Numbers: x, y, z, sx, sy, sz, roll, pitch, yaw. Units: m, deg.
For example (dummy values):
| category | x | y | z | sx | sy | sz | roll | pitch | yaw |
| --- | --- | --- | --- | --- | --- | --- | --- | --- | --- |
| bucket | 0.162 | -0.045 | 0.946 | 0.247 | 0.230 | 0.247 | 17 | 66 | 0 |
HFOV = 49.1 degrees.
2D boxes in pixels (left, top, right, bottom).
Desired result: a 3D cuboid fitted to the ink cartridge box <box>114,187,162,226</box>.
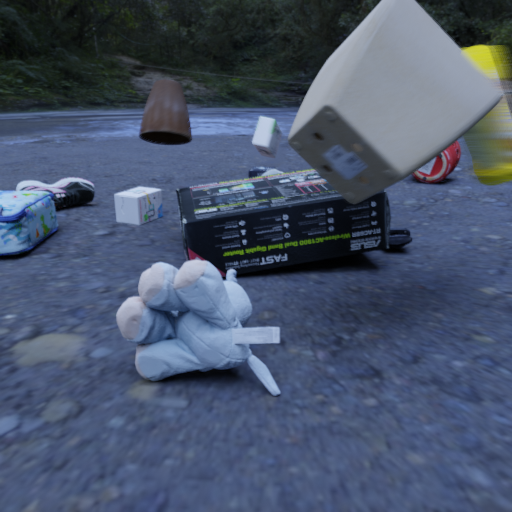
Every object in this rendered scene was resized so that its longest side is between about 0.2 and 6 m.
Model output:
| category | x | y | z | sx | sy | sz | roll | pitch | yaw |
| --- | --- | --- | --- | --- | --- | --- | --- | --- | --- |
| ink cartridge box | -2.803 | -1.197 | 13.386 | 0.693 | 0.696 | 0.949 | 9 | 22 | 25 |

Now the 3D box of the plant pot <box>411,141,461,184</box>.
| category | x | y | z | sx | sy | sz | roll | pitch | yaw |
| --- | --- | --- | --- | --- | --- | --- | --- | --- | --- |
| plant pot | 5.608 | -3.074 | 17.721 | 1.535 | 1.535 | 1.398 | 8 | 28 | 22 |

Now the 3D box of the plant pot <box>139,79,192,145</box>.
| category | x | y | z | sx | sy | sz | roll | pitch | yaw |
| --- | --- | --- | --- | --- | --- | --- | --- | --- | --- |
| plant pot | -1.780 | -2.887 | 11.173 | 1.039 | 1.112 | 1.039 | 2 | -4 | 0 |

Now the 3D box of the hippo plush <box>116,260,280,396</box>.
| category | x | y | z | sx | sy | sz | roll | pitch | yaw |
| --- | --- | --- | --- | --- | --- | --- | --- | --- | --- |
| hippo plush | -0.579 | 0.592 | 6.866 | 1.919 | 1.529 | 1.543 | 2 | 20 | 8 |

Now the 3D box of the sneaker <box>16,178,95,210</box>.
| category | x | y | z | sx | sy | sz | roll | pitch | yaw |
| --- | --- | --- | --- | --- | --- | --- | --- | --- | --- |
| sneaker | -5.140 | -1.449 | 14.384 | 1.955 | 0.785 | 0.844 | -7 | 38 | -11 |

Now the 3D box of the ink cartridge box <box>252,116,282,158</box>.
| category | x | y | z | sx | sy | sz | roll | pitch | yaw |
| --- | --- | --- | --- | --- | --- | --- | --- | --- | --- |
| ink cartridge box | 0.269 | -2.735 | 12.994 | 0.386 | 0.669 | 0.919 | 15 | -3 | 15 |

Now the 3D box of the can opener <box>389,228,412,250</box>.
| category | x | y | z | sx | sy | sz | roll | pitch | yaw |
| --- | --- | --- | --- | --- | --- | --- | --- | --- | --- |
| can opener | 2.380 | -0.370 | 11.264 | 1.461 | 0.463 | 0.574 | 0 | -16 | 11 |

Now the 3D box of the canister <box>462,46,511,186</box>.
| category | x | y | z | sx | sy | sz | roll | pitch | yaw |
| --- | --- | --- | --- | --- | --- | --- | --- | --- | --- |
| canister | 3.215 | -1.973 | 7.899 | 0.697 | 1.611 | 1.196 | -16 | 40 | 30 |

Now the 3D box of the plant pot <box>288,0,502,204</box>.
| category | x | y | z | sx | sy | sz | roll | pitch | yaw |
| --- | --- | --- | --- | --- | --- | --- | --- | --- | --- |
| plant pot | 1.506 | -1.773 | 7.123 | 1.648 | 1.861 | 1.859 | -50 | 8 | -20 |

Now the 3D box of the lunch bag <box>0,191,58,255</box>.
| category | x | y | z | sx | sy | sz | roll | pitch | yaw |
| --- | --- | --- | --- | --- | --- | --- | --- | --- | --- |
| lunch bag | -5.376 | -0.707 | 11.545 | 1.966 | 1.008 | 2.446 | -2 | 18 | 2 |

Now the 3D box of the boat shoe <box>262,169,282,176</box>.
| category | x | y | z | sx | sy | sz | roll | pitch | yaw |
| --- | --- | --- | --- | --- | --- | --- | --- | --- | --- |
| boat shoe | 0.906 | -1.784 | 15.126 | 0.789 | 0.876 | 2.478 | 27 | -9 | -36 |

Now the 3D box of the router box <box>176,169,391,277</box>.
| category | x | y | z | sx | sy | sz | roll | pitch | yaw |
| --- | --- | --- | --- | --- | --- | --- | --- | --- | --- |
| router box | 0.356 | -0.767 | 10.882 | 3.684 | 1.145 | 2.761 | -9 | 21 | -6 |

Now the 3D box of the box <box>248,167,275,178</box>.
| category | x | y | z | sx | sy | sz | roll | pitch | yaw |
| --- | --- | --- | --- | --- | --- | --- | --- | --- | --- |
| box | 0.191 | -2.543 | 17.737 | 0.757 | 0.445 | 0.745 | 2 | 19 | 11 |
